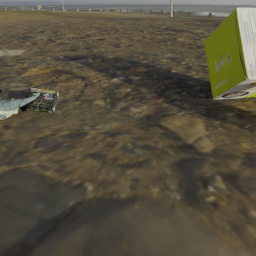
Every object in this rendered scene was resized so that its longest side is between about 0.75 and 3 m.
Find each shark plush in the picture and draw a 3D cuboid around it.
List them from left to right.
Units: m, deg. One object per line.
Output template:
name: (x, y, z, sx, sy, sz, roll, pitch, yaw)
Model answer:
shark plush: (-3.679, -0.663, 7.940, 2.136, 0.890, 0.971, -3, 26, -3)

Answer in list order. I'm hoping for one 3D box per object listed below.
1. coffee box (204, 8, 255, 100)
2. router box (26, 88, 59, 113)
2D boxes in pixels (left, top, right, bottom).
coffee box: (3.903, -2.210, 8.768, 2.118, 2.142, 2.139, -4, -9, -10)
router box: (-2.660, -0.859, 8.643, 0.915, 0.284, 0.685, 7, 60, 1)
